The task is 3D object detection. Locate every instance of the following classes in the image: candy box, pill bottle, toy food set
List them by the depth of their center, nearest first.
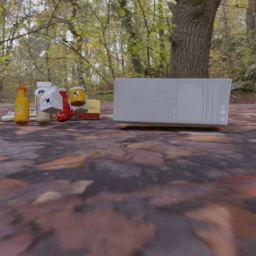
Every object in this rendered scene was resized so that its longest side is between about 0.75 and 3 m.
[{"bbox_3d":[-2.197,-0.897,8.413,2.574,1.158,1.229,-17,-19,29],"label":"toy food set"},{"bbox_3d":[-2.216,-0.826,11.895,1.682,0.814,2.883,-1,8,-14],"label":"candy box"},{"bbox_3d":[-3.808,-1.304,12.838,0.872,1.554,0.872,1,5,0],"label":"pill bottle"}]

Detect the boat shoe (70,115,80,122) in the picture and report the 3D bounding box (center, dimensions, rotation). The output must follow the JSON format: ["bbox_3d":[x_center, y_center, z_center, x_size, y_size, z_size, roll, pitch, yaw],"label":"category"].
[{"bbox_3d":[-1.891,-0.322,9.875,0.285,0.244,0.779,-2,8,-23],"label":"boat shoe"}]

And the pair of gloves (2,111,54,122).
[{"bbox_3d":[-3.858,-0.515,11.021,1.849,0.381,2.175,-2,5,-14],"label":"pair of gloves"}]

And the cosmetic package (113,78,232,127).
[{"bbox_3d":[1.147,-0.660,7.637,2.896,1.306,1.547,5,1,9],"label":"cosmetic package"}]
